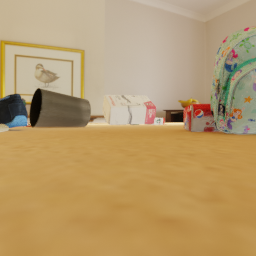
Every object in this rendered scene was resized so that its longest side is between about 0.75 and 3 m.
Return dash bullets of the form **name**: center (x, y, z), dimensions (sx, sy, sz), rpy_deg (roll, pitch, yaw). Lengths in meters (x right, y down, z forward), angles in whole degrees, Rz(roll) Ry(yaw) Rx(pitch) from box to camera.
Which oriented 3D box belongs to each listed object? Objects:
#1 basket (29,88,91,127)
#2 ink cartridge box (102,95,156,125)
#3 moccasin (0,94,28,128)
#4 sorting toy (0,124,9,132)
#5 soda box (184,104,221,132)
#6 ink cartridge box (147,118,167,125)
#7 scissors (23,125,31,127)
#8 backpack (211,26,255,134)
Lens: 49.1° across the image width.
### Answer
- **basket**: center (-2.551, -0.655, 10.718), dimensions (1.987, 1.351, 1.792), rpy_deg (5, -25, -33)
- **ink cartridge box**: center (0.025, -1.145, 17.304), dimensions (2.870, 1.188, 2.102), rpy_deg (-1, 27, -16)
- **moccasin**: center (-3.808, -0.466, 8.171), dimensions (2.852, 0.973, 1.148), rpy_deg (-3, 0, 32)
- **sorting toy**: center (-3.536, -0.042, 5.928), dimensions (1.568, 0.282, 2.104), rpy_deg (0, 1, -13)
- **soda box**: center (1.884, -0.258, 7.261), dimensions (0.723, 0.655, 2.065), rpy_deg (0, 2, 7)
- **ink cartridge box**: center (1.880, -0.448, 18.696), dimensions (1.391, 0.468, 0.808), rpy_deg (0, 1, -34)
- **scissors**: center (-4.373, -0.075, 11.963), dimensions (1.360, 0.095, 0.498), rpy_deg (-1, 4, -9)
- **backpack**: center (2.454, -0.841, 5.174), dimensions (1.744, 1.964, 1.479), rpy_deg (1, 21, 7)
